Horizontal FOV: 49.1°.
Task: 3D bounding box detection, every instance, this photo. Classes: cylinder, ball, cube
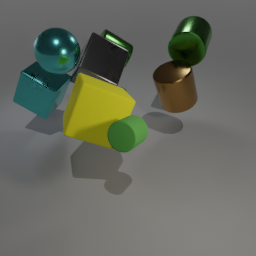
[{"bbox_3d":[2.351,-3.271,10.576,1.400,1.400,1.400,12,47,18],"label":"cylinder"},{"bbox_3d":[0.003,0.116,6.253,0.700,0.700,0.700,15,19,22],"label":"cylinder"},{"bbox_3d":[-2.175,-2.367,8.659,1.400,1.400,1.400,0,32,0],"label":"ball"},{"bbox_3d":[-0.711,-3.383,12.387,1.400,1.400,1.400,25,25,-23],"label":"cylinder"},{"bbox_3d":[-3.189,-1.473,10.495,1.400,1.400,1.400,30,35,-5],"label":"cube"},{"bbox_3d":[-1.010,-2.131,9.730,1.400,1.400,1.400,24,72,-18],"label":"cube"},{"bbox_3d":[1.732,-1.503,10.177,1.400,1.400,1.400,-13,42,12],"label":"cylinder"},{"bbox_3d":[-0.836,-0.474,7.454,1.400,1.400,1.400,18,15,-20],"label":"cube"}]
